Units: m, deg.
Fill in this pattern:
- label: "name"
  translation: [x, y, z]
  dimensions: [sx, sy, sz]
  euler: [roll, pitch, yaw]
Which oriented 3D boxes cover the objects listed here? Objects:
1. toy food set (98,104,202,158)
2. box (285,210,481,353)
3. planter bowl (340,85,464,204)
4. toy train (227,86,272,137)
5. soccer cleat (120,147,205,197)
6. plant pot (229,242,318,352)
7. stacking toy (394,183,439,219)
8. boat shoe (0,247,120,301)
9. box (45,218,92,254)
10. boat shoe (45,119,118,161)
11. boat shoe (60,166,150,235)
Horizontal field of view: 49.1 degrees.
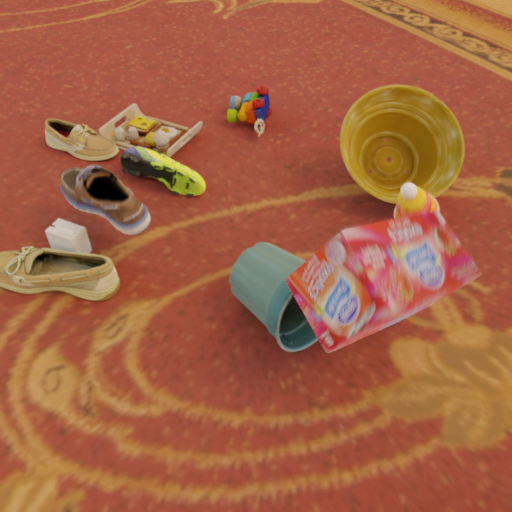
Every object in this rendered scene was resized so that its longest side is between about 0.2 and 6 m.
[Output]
- label: "toy food set"
  translation: [-2.657, -3.222, 14.183]
  dimensions: [2.144, 0.648, 1.538]
  euler: [20, 49, 19]
- label: "box"
  translation: [2.010, 0.315, 8.604]
  dimensions: [2.770, 1.381, 1.322]
  euler: [-13, 68, -44]
- label: "planter bowl"
  translation: [3.124, -2.328, 12.619]
  dimensions: [2.747, 1.144, 2.747]
  euler: [1, 80, -4]
- label: "toy train"
  translation: [-0.275, -3.644, 14.588]
  dimensions: [1.087, 0.795, 1.878]
  euler: [0, 44, 15]
- label: "soccer cleat"
  translation: [-2.081, -2.049, 12.983]
  dimensions: [2.272, 0.735, 0.950]
  euler: [21, 40, 18]
- label: "plant pot"
  translation: [0.440, 0.605, 9.867]
  dimensions: [1.593, 1.593, 1.560]
  euler: [-32, 45, -28]
- label: "stacking toy"
  translation: [3.061, -1.083, 11.036]
  dimensions: [0.906, 1.239, 0.906]
  euler: [-11, 63, 23]
- label: "boat shoe"
  translation: [-3.913, 0.207, 10.641]
  dimensions: [2.633, 0.828, 0.960]
  euler: [11, 46, 10]
- label: "box"
  translation: [-3.762, -0.301, 11.257]
  dimensions: [0.671, 0.675, 0.441]
  euler: [18, 48, 17]
- label: "boat shoe"
  translation: [-4.380, -2.897, 13.838]
  dimensions: [2.046, 0.679, 0.757]
  euler: [15, 47, 14]
- label: "boat shoe"
  translation: [-3.040, -1.312, 10.965]
  dimensions: [2.426, 0.878, 0.876]
  euler: [26, 59, 28]
